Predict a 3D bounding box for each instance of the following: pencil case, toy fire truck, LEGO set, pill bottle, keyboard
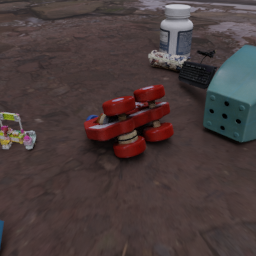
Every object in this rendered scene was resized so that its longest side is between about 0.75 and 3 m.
[{"bbox_3d":[1.747,-2.802,11.797,1.775,0.691,0.794,20,1,27],"label":"pencil case"},{"bbox_3d":[-0.104,-0.227,7.537,2.446,1.371,2.054,-24,16,-33],"label":"toy fire truck"},{"bbox_3d":[-3.476,0.114,7.243,2.098,0.781,0.965,-5,33,-8],"label":"LEGO set"},{"bbox_3d":[2.101,-4.063,12.266,1.405,2.350,1.405,0,33,0],"label":"pill bottle"},{"bbox_3d":[2.375,-2.084,9.528,0.210,1.294,2.036,18,12,-22],"label":"keyboard"}]

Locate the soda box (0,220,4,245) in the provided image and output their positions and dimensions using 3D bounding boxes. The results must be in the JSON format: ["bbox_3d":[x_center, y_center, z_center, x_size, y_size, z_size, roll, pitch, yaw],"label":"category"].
[{"bbox_3d":[-2.565,1.471,3.703,0.725,2.259,0.766,-3,64,4],"label":"soda box"}]

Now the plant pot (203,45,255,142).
[{"bbox_3d":[3.402,-0.874,7.896,1.891,1.890,2.676,27,46,36],"label":"plant pot"}]
